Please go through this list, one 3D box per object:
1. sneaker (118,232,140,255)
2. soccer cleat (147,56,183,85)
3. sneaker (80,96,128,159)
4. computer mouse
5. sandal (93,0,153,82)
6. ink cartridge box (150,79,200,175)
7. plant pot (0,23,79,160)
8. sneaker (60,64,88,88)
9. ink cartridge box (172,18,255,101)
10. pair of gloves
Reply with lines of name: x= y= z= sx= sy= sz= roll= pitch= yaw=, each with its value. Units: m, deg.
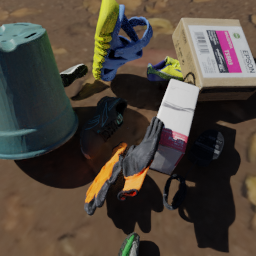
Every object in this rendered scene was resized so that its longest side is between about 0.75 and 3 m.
sneaker: x=0.079 y=2.967 z=5.626 sx=0.698 sy=0.639 sz=1.638 roll=9 pitch=67 yaw=-4
soccer cleat: x=1.400 y=-1.764 z=8.267 sx=1.781 sy=0.745 sz=0.576 roll=-14 pitch=25 yaw=-14
sneaker: x=-0.605 y=-0.085 z=7.230 sx=0.770 sy=0.733 sz=1.944 roll=2 pitch=56 yaw=30
computer mouse: x=1.584 y=0.964 z=6.706 sx=0.719 sy=0.417 sz=2.453 roll=29 pitch=62 yaw=27
sandal: x=-0.210 y=-1.975 z=7.169 sx=1.276 sy=2.931 sz=1.165 roll=11 pitch=75 yaw=-7
ink cartridge box: x=1.054 y=-0.030 z=6.898 sx=0.787 sy=1.393 sz=1.902 roll=19 pitch=60 yaw=4
plant pot: x=-2.536 y=-0.957 z=6.427 sx=2.451 sy=2.400 sz=2.451 roll=-2 pitch=35 yaw=2
sneaker: x=-1.696 y=-1.492 z=8.081 sx=1.128 sy=0.417 sz=0.447 roll=-30 pitch=27 yaw=-16
ink cartridge box: x=2.458 y=-1.946 z=7.921 sx=1.888 sy=0.861 sz=2.291 roll=-5 pitch=68 yaw=-14
pair of gloves: x=-0.124 y=0.768 z=5.879 sx=0.280 sy=2.268 sz=2.021 roll=39 pitch=46 yaw=-14
